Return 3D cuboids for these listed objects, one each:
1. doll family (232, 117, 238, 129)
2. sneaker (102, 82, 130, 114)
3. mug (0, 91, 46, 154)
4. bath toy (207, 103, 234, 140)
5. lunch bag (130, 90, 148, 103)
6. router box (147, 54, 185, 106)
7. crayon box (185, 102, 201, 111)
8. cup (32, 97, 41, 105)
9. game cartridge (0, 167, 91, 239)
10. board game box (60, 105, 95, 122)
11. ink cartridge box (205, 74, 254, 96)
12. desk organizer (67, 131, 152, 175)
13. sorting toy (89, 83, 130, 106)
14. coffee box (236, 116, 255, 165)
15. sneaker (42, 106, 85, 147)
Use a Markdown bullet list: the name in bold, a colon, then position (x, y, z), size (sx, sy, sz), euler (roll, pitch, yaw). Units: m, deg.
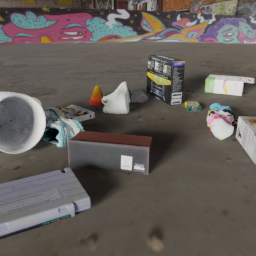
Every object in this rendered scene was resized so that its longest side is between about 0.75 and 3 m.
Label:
- **doll family**: position (4.131, -0.197, 10.405), size (0.502, 0.341, 0.869), euler (14, 20, 40)
- **sneaker**: position (-0.559, -1.354, 12.564), size (1.212, 1.030, 2.738), euler (-10, 21, 8)
- **mug**: position (-3.988, -0.054, 8.500), size (2.067, 1.740, 2.357), euler (12, 55, 44)
- **bath toy**: position (3.235, -0.296, 9.992), size (0.942, 0.801, 2.167), euler (-29, 10, 25)
- **lunch bag**: position (0.517, -1.540, 13.508), size (0.828, 0.526, 0.702), euler (5, 22, -5)
- **router box**: position (1.752, -2.419, 13.663), size (0.671, 2.021, 2.570), euler (-9, 24, -21)
- **crayon box**: position (2.875, -0.990, 12.489), size (0.565, 0.232, 0.899), euler (0, 21, -1)
- **cup**: position (-3.863, -0.751, 11.145), size (0.793, 0.567, 0.793), euler (9, 52, -12)
- **game cartridge**: position (-2.100, 1.548, 5.895), size (2.309, 0.443, 1.497), euler (-11, 28, -25)
- **board game box**: position (-2.216, -0.598, 11.442), size (1.522, 0.263, 0.961), euler (20, 28, 41)
- **ink cartridge box**: position (5.438, -2.291, 14.997), size (2.351, 0.791, 1.377), euler (9, 23, 22)
- **desk organizer**: position (-0.457, 0.626, 7.687), size (2.191, 0.786, 0.844), euler (5, 20, 12)
- **sorting toy**: position (-0.829, -1.792, 13.644), size (0.894, 0.888, 2.578), euler (19, 29, 39)
- **coffee box**: position (4.098, 0.352, 8.313), size (1.152, 0.803, 2.014), euler (1, 22, 3)
- **sneaker**: position (-2.468, -0.047, 9.199), size (1.048, 0.942, 2.428), euler (-22, 30, -38)
